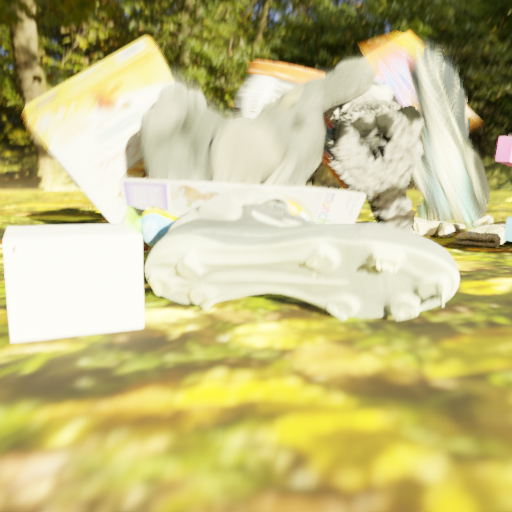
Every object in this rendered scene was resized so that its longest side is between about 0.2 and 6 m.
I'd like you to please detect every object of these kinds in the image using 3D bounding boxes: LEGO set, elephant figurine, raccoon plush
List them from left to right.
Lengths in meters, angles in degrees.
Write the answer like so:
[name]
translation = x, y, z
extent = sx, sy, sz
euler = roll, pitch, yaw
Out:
[elephant figurine]
translation = -0.006, -1.387, 7.789
extent = 2.932, 2.275, 2.075
euler = 10, 40, 18
[raccoon plush]
translation = 1.588, -1.430, 8.344
extent = 1.257, 2.597, 1.740
euler = -2, 29, -1
[LEGO set]
translation = 5.500, -0.737, 8.975
extent = 4.330, 1.651, 1.777
euler = 1, 8, -45

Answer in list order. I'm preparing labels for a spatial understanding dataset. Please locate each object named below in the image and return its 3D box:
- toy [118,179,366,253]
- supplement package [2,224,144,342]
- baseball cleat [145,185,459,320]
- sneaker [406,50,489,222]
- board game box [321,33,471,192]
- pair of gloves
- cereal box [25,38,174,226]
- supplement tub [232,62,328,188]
[toy]
translation = -0.224, -0.182, 6.905
extent = 2.820, 0.666, 1.624
euler = 6, -30, -3
[supplement package]
translation = -1.627, 0.172, 4.960
extent = 1.079, 0.830, 1.129
euler = -3, 9, -22
[baseball cleat]
translation = 0.384, -0.181, 5.403
extent = 2.959, 1.032, 1.575
euler = 3, 42, 17
[sneaker]
translation = 2.449, -1.628, 8.085
extent = 1.090, 2.525, 0.980
euler = -9, 13, 42
[board game box]
translation = 2.252, -2.462, 10.113
extent = 1.832, 1.833, 1.834
euler = -38, 1, -33
[pair of gloves]
translation = 4.185, -0.588, 11.515
extent = 2.284, 0.471, 2.686
euler = -7, 10, -39
[cereal box]
translation = -1.934, -1.701, 9.173
extent = 2.138, 2.972, 0.587
euler = -31, 46, -1
[supplement tub]
translation = 0.301, -1.814, 9.347
extent = 1.556, 2.540, 1.556
euler = 10, 15, -3
